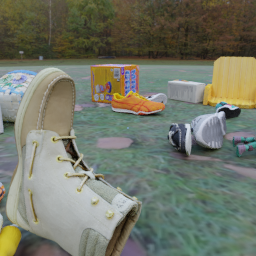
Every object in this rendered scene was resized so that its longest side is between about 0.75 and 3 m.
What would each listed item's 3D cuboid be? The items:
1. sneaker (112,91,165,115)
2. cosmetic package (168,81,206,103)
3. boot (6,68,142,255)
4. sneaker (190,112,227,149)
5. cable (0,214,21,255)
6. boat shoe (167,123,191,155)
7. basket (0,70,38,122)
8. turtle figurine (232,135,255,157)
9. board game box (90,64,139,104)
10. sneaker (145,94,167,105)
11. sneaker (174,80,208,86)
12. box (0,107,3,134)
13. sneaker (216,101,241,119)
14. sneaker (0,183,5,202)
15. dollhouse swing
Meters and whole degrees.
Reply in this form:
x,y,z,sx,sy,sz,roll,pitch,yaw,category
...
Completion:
x,y,z,sx,sy,sz,roll,pitch,yaw,category
0.371,-1.074,11.885,2.431,0.938,0.887,7,16,20,sneaker
3.076,-1.947,14.865,0.837,0.992,1.918,-12,21,-37,cosmetic package
-0.612,0.514,3.451,1.741,2.251,0.811,20,13,30,boot
2.248,0.100,8.238,1.008,0.918,2.458,-9,3,28,sneaker
-1.614,1.485,2.825,1.245,0.645,2.564,32,-5,-28,cable
1.372,0.236,7.545,0.616,0.754,2.041,3,13,9,boat shoe
-3.778,-1.337,10.930,2.418,1.907,2.742,6,27,24,basket
3.447,0.415,7.177,1.348,0.679,1.009,-4,15,9,turtle figurine
-0.654,-2.337,14.609,1.845,1.846,1.845,9,18,28,board game box
1.026,-1.333,13.314,0.958,0.625,1.712,16,23,41,sneaker
3.694,-2.189,16.138,2.527,0.951,1.114,14,12,15,sneaker
-5.693,-0.612,8.880,2.494,1.630,2.481,-14,21,-41,box
3.806,-0.745,11.284,1.371,0.573,0.828,-1,19,-35,sneaker
-2.872,1.158,4.630,1.423,0.552,0.797,-1,15,-3,sneaker
5.232,-2.318,13.826,2.585,2.272,2.349,7,17,21,dollhouse swing
